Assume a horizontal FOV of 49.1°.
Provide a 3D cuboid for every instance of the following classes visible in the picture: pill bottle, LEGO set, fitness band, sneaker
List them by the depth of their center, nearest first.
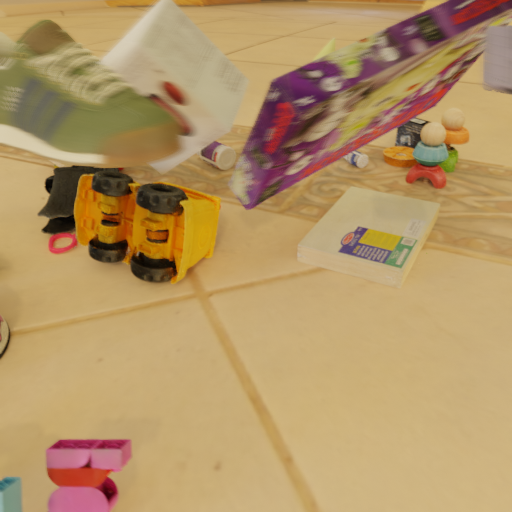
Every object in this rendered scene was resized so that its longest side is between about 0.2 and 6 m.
[{"bbox_3d":[-3.090,2.628,5.055,3.642,1.494,1.389,-2,0,6],"label":"LEGO set"},{"bbox_3d":[-2.323,-2.000,6.653,3.282,1.474,1.101,15,36,34],"label":"sneaker"},{"bbox_3d":[-3.722,-0.251,10.774,0.516,0.134,0.718,-9,30,-10],"label":"fitness band"},{"bbox_3d":[-3.733,-1.640,11.922,1.578,0.908,3.025,0,46,-17],"label":"sneaker"},{"bbox_3d":[-1.062,-2.601,14.184,0.598,0.598,1.073,-25,39,-35],"label":"pill bottle"},{"bbox_3d":[2.519,-2.498,14.260,0.354,0.354,0.637,-18,35,-27],"label":"pill bottle"}]

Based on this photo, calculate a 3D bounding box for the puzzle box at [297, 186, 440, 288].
[{"bbox_3d":[2.258,-0.485,10.897,1.972,0.377,2.964,16,35,24],"label":"puzzle box"}]

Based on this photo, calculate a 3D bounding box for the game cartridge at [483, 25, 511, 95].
[{"bbox_3d":[2.705,-1.833,5.356,1.035,0.671,0.199,7,-10,-4],"label":"game cartridge"}]

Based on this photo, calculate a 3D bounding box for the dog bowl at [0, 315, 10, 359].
[{"bbox_3d":[-4.740,1.073,7.903,2.223,0.819,2.223,0,30,0],"label":"dog bowl"}]

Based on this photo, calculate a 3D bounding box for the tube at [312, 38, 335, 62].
[{"bbox_3d":[0.999,-3.283,10.746,1.948,0.506,0.565,-53,18,-19],"label":"tube"}]

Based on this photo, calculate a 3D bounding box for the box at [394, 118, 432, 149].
[{"bbox_3d":[4.193,-3.130,14.780,0.523,0.890,0.875,-25,39,-35],"label":"box"}]

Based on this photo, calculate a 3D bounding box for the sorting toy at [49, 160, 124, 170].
[{"bbox_3d":[-4.187,-2.345,13.793,1.622,0.568,1.631,-25,40,-35],"label":"sorting toy"}]

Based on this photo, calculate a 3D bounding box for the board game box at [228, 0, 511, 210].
[{"bbox_3d":[1.942,-2.646,9.255,4.917,2.951,0.794,-31,84,-22],"label":"board game box"}]

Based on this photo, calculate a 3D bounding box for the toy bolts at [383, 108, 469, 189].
[{"bbox_3d":[4.076,-2.741,13.578,2.017,1.464,2.111,11,33,18],"label":"toy bolts"}]

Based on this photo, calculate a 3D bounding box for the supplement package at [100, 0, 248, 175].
[{"bbox_3d":[-1.616,-2.887,9.822,1.938,2.027,1.491,-24,38,40],"label":"supplement package"}]

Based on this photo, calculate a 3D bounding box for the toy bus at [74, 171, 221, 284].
[{"bbox_3d":[-1.765,-0.735,10.252,2.341,1.589,2.247,19,24,22],"label":"toy bus"}]
